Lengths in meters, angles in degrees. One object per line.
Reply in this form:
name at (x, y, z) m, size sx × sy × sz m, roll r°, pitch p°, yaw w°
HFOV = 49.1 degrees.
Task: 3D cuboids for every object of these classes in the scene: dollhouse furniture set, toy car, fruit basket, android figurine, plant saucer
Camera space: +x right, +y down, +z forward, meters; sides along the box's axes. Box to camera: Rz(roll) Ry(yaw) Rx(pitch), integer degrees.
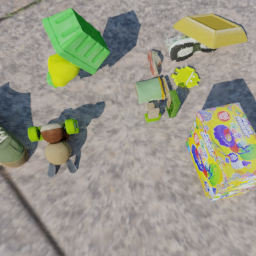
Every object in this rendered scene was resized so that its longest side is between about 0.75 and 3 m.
dollhouse furniture set at (0.913, -1.180, 9.373) m, size 1.123 × 0.861 × 1.715 m, roll -11°, pitch 61°, yaw -6°
toy car at (-2.084, 0.636, 8.428) m, size 1.321 × 1.268 × 1.608 m, roll -11°, pitch 90°, yaw -2°
fruit basket at (-1.863, -2.335, 8.793) m, size 2.222 × 2.222 × 1.603 m, roll -22°, pitch 71°, yaw -12°
android figurine at (2.095, -1.823, 10.123) m, size 1.033 × 0.212 × 0.940 m, roll 28°, pitch 64°, yaw 17°
plant saucer at (3.115, -3.733, 10.447) m, size 2.112 × 0.512 × 2.112 m, roll -19°, pitch 47°, yaw -30°

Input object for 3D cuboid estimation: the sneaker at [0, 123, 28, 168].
sneaker at (-4.314, 0.057, 8.421) m, size 2.874 × 1.290 × 0.964 m, roll 35°, pitch 66°, yaw 18°

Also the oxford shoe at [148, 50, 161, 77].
oxford shoe at (1.024, -2.410, 10.326) m, size 0.459 × 0.440 × 1.243 m, roll -4°, pitch 61°, yaw -5°

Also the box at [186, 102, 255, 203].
box at (2.622, 0.716, 7.687) m, size 1.213 × 1.916 × 1.989 m, roll -12°, pitch 60°, yaw -7°

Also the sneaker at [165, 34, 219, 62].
sneaker at (2.558, -3.455, 10.678) m, size 2.594 × 0.998 × 1.150 m, roll -18°, pitch 54°, yaw -12°
